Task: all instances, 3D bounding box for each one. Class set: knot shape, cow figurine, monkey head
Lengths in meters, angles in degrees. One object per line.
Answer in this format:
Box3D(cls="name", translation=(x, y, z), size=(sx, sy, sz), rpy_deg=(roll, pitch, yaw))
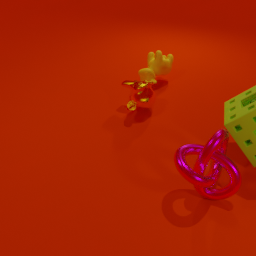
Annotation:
Box3D(cls="knot shape", translation=(1.816, 0.894, 6.051), size=(1.568, 1.467, 0.725), rpy_deg=(-30, 9, -21))
Box3D(cls="cow figurine", translation=(1.011, -2.033, 9.990), size=(1.378, 1.355, 0.756), rpy_deg=(3, 2, -38))
Box3D(cls="monkey head", translation=(0.310, -1.032, 8.745), size=(1.091, 0.914, 1.516), rpy_deg=(14, 24, 28))

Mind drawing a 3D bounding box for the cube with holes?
Box3D(cls="cube with holes", translation=(3.266, -0.165, 6.728), size=(1.323, 1.323, 1.323), rpy_deg=(-32, 14, 31))
